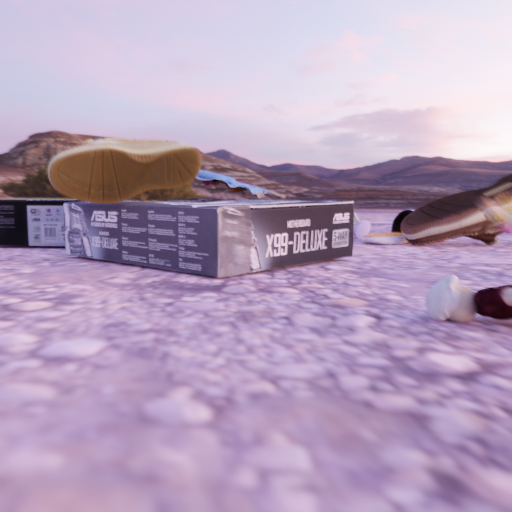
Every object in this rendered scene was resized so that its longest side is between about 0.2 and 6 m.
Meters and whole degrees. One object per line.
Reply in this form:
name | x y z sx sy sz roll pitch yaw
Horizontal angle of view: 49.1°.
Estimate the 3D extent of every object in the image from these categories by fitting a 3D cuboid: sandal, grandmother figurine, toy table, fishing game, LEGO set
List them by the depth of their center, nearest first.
grandmother figurine | 2.082 0.388 4.370 1.498 0.454 0.909 0 -19 30
LEGO set | 3.671 -0.414 7.864 0.609 0.493 1.323 -5 -5 37
fishing game | -0.674 -1.289 10.208 1.827 0.397 2.551 21 9 37
sandal | 3.443 -0.673 12.676 2.594 0.743 0.994 -5 8 -39
toy table | 2.489 -0.709 13.903 0.421 0.661 0.719 24 10 35

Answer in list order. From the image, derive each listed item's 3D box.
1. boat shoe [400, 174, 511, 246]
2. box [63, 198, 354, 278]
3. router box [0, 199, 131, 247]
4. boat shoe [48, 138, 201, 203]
boat shoe | 4.744 -0.718 11.712 3.306 1.223 1.221 -19 24 7
box | -0.839 -0.438 9.262 3.873 0.964 3.054 6 9 43
router box | -5.045 -0.795 12.578 3.750 0.979 2.948 1 6 6
boat shoe | -1.946 -1.354 8.239 2.316 0.845 0.729 -16 37 -34
